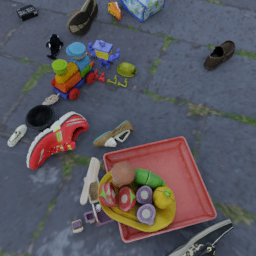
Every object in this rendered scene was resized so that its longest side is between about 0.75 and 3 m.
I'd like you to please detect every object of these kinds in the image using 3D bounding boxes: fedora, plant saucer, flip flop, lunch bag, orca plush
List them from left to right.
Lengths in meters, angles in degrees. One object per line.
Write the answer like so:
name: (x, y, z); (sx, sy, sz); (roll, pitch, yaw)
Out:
fedora: (-3.133, -0.290, 10.133); (1.125, 0.514, 1.125); (1, 54, -1)
orca plush: (-3.308, -3.686, 12.255); (0.763, 0.515, 1.450); (9, 58, 6)
flip flop: (-2.170, -5.157, 12.982); (0.723, 1.018, 2.512); (6, 55, 24)
lunch bag: (0.623, -6.289, 13.478); (1.911, 1.218, 1.625); (44, 67, 13)
plant saucer: (0.886, 1.843, 8.805); (2.841, 0.522, 2.846); (-12, 58, -7)

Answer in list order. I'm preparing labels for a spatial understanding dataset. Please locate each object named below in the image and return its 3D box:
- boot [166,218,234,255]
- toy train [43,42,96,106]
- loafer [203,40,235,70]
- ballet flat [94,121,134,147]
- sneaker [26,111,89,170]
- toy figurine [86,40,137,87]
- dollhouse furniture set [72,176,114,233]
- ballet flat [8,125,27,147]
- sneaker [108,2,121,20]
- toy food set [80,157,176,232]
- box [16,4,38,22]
boot: (2.165, 3.797, 7.373); (2.553, 0.922, 1.928); (-30, 65, -12)
toy train: (-2.464, -1.816, 10.406); (1.192, 1.629, 2.815); (33, 64, 17)
loafer: (3.974, -3.186, 11.840); (0.703, 0.687, 1.925); (36, 65, 20)
ballet flat: (-0.431, 0.317, 9.790); (1.567, 0.531, 0.567); (-31, 65, -24)
sneaker: (-2.307, 0.470, 9.431); (1.073, 0.973, 2.527); (34, 64, 14)
toy figurine: (-0.887, -2.776, 11.148); (2.400, 1.438, 1.266); (21, 61, 14)
dollhouse furniture set: (-1.233, 2.084, 8.303); (1.231, 1.103, 1.554); (-16, 59, -10)
ballet flat: (-3.920, 0.232, 9.931); (0.348, 0.348, 0.970); (18, 59, 11)
sneaker: (-0.636, -5.583, 13.480); (0.541, 0.512, 1.402); (-15, 47, -8)
toy food set: (0.110, 1.789, 8.093); (2.957, 0.966, 1.740); (20, 53, 0)
box: (-4.876, -5.579, 13.548); (0.842, 0.332, 0.594); (-29, 66, -17)
